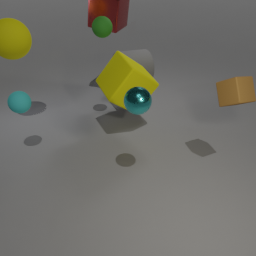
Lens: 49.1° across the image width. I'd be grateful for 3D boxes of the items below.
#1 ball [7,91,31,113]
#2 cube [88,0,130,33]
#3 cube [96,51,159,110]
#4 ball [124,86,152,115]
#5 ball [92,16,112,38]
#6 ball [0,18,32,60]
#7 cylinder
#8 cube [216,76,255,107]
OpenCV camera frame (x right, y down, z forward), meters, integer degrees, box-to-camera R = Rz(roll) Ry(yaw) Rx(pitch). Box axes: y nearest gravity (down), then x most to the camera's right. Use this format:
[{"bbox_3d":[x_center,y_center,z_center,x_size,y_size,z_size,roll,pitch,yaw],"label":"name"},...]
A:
[{"bbox_3d":[-3.388,-0.806,8.749,0.700,0.700,0.700,0,30,0],"label":"ball"},{"bbox_3d":[-0.847,-5.189,12.381,1.400,1.400,1.400,17,36,12],"label":"cube"},{"bbox_3d":[-0.045,-1.630,10.081,1.400,1.400,1.400,22,25,-43],"label":"cube"},{"bbox_3d":[0.242,-0.676,6.944,0.700,0.700,0.700,0,30,0],"label":"ball"},{"bbox_3d":[-0.877,-3.425,9.504,0.700,0.700,0.700,0,30,0],"label":"ball"},{"bbox_3d":[-4.120,-3.119,9.843,1.400,1.400,1.400,0,30,0],"label":"ball"},{"bbox_3d":[0.178,-2.519,11.715,1.400,1.400,1.400,-11,32,-21],"label":"cylinder"},{"bbox_3d":[2.960,-0.996,7.700,0.700,0.700,0.700,-8,-1,-31],"label":"cube"}]
